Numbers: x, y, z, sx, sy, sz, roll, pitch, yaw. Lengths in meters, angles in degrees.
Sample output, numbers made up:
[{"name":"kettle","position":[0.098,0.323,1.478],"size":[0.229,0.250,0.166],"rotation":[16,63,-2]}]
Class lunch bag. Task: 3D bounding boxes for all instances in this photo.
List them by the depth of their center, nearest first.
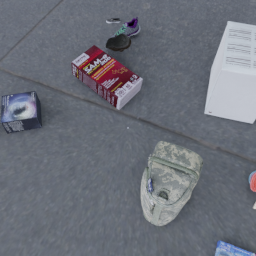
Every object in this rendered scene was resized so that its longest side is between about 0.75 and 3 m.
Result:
[{"name":"lunch bag","position":[1.229,1.875,8.874],"size":[1.670,2.397,2.010],"rotation":[19,58,12]}]

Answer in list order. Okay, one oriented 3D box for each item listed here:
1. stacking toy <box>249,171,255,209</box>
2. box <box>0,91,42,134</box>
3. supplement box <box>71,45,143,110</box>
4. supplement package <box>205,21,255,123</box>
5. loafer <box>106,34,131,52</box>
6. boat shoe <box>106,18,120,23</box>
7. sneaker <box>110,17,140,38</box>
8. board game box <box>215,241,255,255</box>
[{"name":"stacking toy","position":[5.051,2.248,9.885],"size":[1.601,0.676,1.450],"rotation":[9,83,9]},{"name":"box","position":[-4.345,-0.666,11.453],"size":[1.400,0.870,1.411],"rotation":[-10,58,-8]},{"name":"supplement box","position":[-0.942,-2.261,12.293],"size":[2.827,0.861,1.539],"rotation":[37,63,13]},{"name":"supplement package","position":[4.554,-2.208,11.360],"size":[2.060,2.678,2.801],"rotation":[13,58,8]},{"name":"loafer","position":[-0.338,-3.959,13.175],"size":[1.921,0.685,0.701],"rotation":[26,95,56]},{"name":"boat shoe","position":[-0.803,-5.870,15.227],"size":[0.758,0.251,0.265],"rotation":[3,57,2]},{"name":"sneaker","position":[-0.293,-4.888,14.098],"size":[1.933,0.846,0.719],"rotation":[-34,64,-7]},{"name":"board game box","position":[3.292,4.360,8.483],"size":[1.384,0.300,1.377],"rotation":[18,60,11]}]
